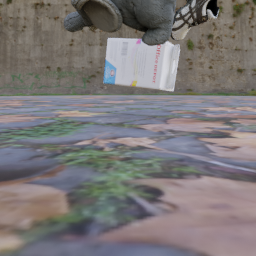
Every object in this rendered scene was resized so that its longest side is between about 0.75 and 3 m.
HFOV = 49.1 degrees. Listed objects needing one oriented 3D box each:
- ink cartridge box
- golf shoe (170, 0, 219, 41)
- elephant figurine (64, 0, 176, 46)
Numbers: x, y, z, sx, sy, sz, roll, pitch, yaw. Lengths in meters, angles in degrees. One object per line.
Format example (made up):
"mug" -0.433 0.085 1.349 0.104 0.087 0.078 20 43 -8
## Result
"ink cartridge box" 0.748 -2.578 11.648 2.928 1.882 1.834 11 9 25
"golf shoe" 2.196 -3.645 9.102 1.004 1.220 2.582 -43 -12 -26
"elephant figurine" -0.384 -2.847 6.137 2.863 2.221 2.026 10 35 6
